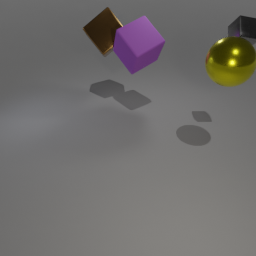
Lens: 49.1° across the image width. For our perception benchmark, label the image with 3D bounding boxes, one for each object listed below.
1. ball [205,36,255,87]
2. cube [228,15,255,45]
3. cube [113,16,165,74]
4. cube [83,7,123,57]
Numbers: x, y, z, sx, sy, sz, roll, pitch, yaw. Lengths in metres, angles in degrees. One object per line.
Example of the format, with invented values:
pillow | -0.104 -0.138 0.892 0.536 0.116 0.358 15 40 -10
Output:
ball | 2.908 -1.869 7.949 1.400 1.400 1.400 0 32 0
cube | 3.621 -2.979 8.770 0.700 0.700 0.700 6 -10 -11
cube | 0.403 -3.310 11.297 1.400 1.400 1.400 -33 80 -17
cube | -0.958 -4.148 12.317 1.400 1.400 1.400 -39 9 4
